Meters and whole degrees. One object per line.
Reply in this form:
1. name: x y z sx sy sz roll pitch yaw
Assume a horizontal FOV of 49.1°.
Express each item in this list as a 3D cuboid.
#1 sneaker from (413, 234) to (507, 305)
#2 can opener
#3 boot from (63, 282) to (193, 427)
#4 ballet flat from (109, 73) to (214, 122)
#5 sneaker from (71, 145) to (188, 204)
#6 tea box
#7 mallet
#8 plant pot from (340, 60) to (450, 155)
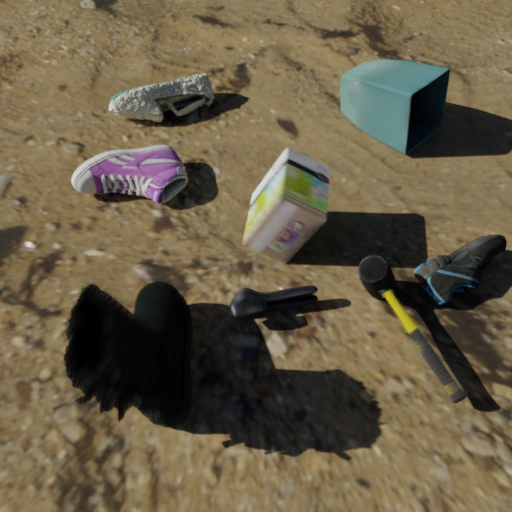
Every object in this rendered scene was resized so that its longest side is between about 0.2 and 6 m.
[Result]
1. sneaker: 4.193 0.257 11.206 2.186 0.800 0.895 -23 74 -17
2. can opener: 0.334 0.887 10.672 1.756 0.557 0.690 -8 47 -12
3. boot: -1.991 1.214 8.928 1.082 2.396 2.924 -21 53 14
4. ballet flat: -2.387 -4.071 14.753 2.868 1.029 1.029 -22 53 -18
5. sneaker: -2.796 -1.692 12.680 2.534 0.918 1.445 -19 55 -16
6. tea box: 0.618 -1.002 11.413 1.072 1.604 1.578 23 47 -16
7. mallet: 2.830 1.334 10.212 0.616 0.985 2.992 -33 64 7
8. plant pot: 3.369 -3.986 14.263 1.641 1.642 2.323 -37 50 -27
